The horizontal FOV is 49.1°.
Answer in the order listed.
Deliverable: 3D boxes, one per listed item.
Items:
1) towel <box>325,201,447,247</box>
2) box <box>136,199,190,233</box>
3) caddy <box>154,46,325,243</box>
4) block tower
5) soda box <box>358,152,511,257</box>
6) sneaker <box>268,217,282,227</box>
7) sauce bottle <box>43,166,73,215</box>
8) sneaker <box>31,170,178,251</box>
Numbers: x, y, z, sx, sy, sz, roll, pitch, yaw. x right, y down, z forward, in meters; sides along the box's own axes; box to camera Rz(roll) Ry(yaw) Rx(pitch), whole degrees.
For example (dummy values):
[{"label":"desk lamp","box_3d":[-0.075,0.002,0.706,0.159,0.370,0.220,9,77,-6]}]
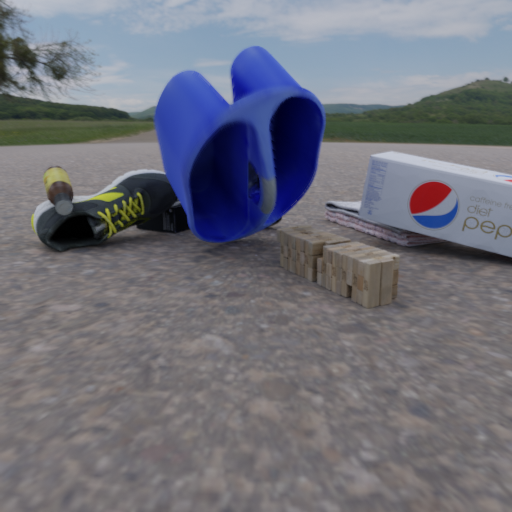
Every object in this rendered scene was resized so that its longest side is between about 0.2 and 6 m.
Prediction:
[{"label":"towel","box_3d":[4.112,-1.042,14.591,3.481,0.587,3.644,-7,17,-24]},{"label":"box","box_3d":[-2.085,-1.150,14.702,1.287,0.719,1.824,11,19,29]},{"label":"caddy","box_3d":[-0.234,-1.986,11.543,3.121,4.415,2.317,-25,64,-14]},{"label":"block tower","box_3d":[1.375,0.109,9.904,0.756,0.809,2.799,-8,19,-27]},{"label":"soda box","box_3d":[4.585,-1.046,11.713,4.517,1.438,1.539,18,22,26]},{"label":"sneaker","box_3d":[-0.183,-0.964,14.376,1.777,0.657,0.704,-1,23,22]},{"label":"sauce bottle","box_3d":[-4.323,-1.431,12.299,0.565,0.565,1.746,-6,31,-22]},{"label":"sneaker","box_3d":[-3.284,-0.884,12.718,3.446,1.283,1.458,-22,32,-12]}]
